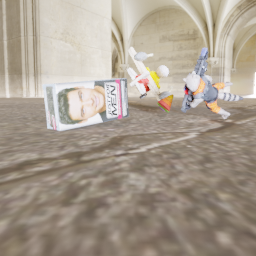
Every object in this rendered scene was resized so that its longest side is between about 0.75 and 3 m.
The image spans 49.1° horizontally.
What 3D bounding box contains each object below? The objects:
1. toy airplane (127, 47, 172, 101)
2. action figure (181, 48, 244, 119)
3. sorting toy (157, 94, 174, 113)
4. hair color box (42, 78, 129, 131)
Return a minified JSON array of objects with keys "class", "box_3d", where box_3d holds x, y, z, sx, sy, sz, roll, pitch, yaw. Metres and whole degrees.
[{"class":"toy airplane","box_3d":[1.055,-2.417,13.468,1.924,2.726,2.714,-30,39,8]},{"class":"action figure","box_3d":[2.635,-1.404,8.872,2.101,2.172,1.136,11,4,-34]},{"class":"sorting toy","box_3d":[1.507,-0.977,10.749,0.572,0.568,1.650,40,2,5]},{"class":"hair color box","box_3d":[-1.043,-0.702,7.566,2.304,1.141,0.699,-14,15,-41]}]
